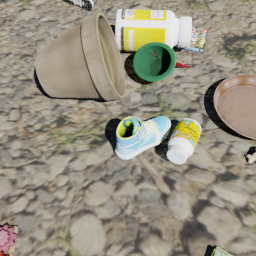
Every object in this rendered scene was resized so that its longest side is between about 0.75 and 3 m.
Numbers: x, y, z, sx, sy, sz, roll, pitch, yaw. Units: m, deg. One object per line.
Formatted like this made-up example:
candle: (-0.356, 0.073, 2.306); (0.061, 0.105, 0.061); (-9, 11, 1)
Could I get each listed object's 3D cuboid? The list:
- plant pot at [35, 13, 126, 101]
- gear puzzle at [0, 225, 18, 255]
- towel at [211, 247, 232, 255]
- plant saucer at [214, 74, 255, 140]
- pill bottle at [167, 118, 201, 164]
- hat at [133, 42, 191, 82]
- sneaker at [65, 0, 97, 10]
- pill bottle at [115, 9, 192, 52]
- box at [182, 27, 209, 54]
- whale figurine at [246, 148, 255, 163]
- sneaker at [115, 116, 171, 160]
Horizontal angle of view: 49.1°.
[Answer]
plant pot: (-1.682, -2.178, 9.735); (2.517, 2.901, 2.901); (-12, 55, 11)
gear puzzle: (-3.698, 3.844, 6.828); (1.509, 0.382, 2.914); (-2, 56, -1)
towel: (2.397, 4.366, 6.532); (1.840, 0.292, 2.562); (27, 60, 18)
plant saucer: (4.449, -0.685, 9.862); (2.939, 0.506, 2.939); (1, 56, -1)
pill bottle: (1.733, 0.417, 8.773); (0.811, 0.811, 1.439); (22, 48, 14)
hat: (1.269, -2.286, 10.891); (1.836, 1.616, 1.521); (21, 88, 19)
sneaker: (-2.391, -6.480, 13.732); (2.110, 0.701, 0.955); (28, 57, 14)
pill bottle: (1.010, -3.894, 11.318); (2.938, 1.635, 1.635); (4, 56, 4)
box: (2.927, -3.845, 12.160); (0.928, 0.256, 1.359); (14, 57, 9)
whale figurine: (4.185, 0.917, 8.895); (0.770, 0.399, 0.613); (-20, 53, 16)
sneaker: (0.530, 0.017, 8.806); (2.180, 1.423, 0.867); (-34, 59, -21)
